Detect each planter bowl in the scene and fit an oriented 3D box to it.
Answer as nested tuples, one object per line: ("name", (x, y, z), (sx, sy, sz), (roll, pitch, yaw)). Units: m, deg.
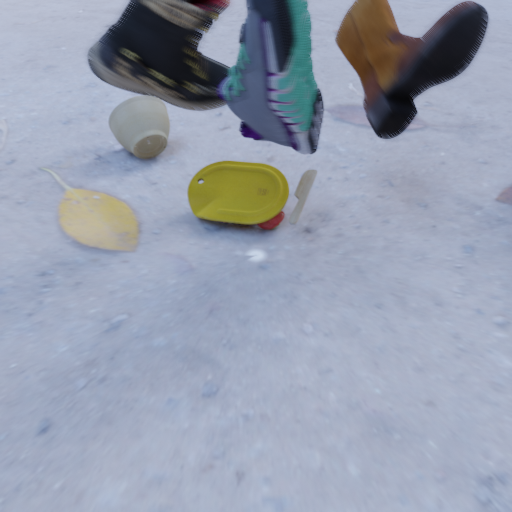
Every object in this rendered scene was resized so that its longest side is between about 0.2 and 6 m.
("planter bowl", (-2.481, -2.732, 12.380), (1.346, 1.346, 0.906), (-16, 66, -20))

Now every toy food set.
("toy food set", (-0.097, -0.999, 10.460), (2.323, 0.759, 1.367), (8, 61, 14))

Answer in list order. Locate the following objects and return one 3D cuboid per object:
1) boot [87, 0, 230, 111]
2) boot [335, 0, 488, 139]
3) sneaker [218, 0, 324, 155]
("boot", (-1.053, -3.391, 8.892), (2.706, 2.037, 0.990), (5, 63, -35))
("boot", (2.351, -3.605, 9.017), (0.890, 2.446, 2.598), (2, 56, -20))
("sneaker", (-0.002, -2.414, 7.561), (1.463, 3.344, 1.244), (8, 70, 16))
